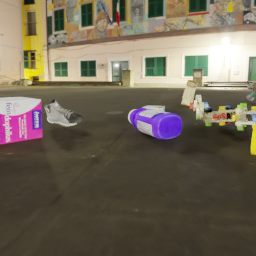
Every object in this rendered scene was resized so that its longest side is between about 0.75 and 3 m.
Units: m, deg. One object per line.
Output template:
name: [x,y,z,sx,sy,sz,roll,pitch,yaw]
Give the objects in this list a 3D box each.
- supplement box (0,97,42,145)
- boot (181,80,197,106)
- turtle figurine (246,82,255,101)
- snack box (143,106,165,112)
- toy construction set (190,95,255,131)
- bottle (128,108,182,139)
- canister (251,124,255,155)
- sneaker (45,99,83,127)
supplement box: [-3.699,-0.207,7.715,1.207,1.182,2.336,9,13,39]
boot: [3.843,-2.219,17.442,0.727,1.552,1.997,17,15,15]
turtle figurine: [9.320,-2.776,19.565,1.320,1.963,2.622,27,-9,-7]
snack box: [1.298,-0.941,14.147,0.942,0.319,0.795,3,11,21]
toy construction set: [3.300,-0.469,9.854,2.359,1.087,1.547,13,13,8]
bottle: [0.723,-0.208,8.911,0.961,0.751,2.300,-7,12,-25]
canister: [3.770,0.298,6.272,1.693,0.733,1.257,8,13,31]
sneaker: [-2.423,-0.587,10.131,1.602,0.925,0.601,5,38,26]
